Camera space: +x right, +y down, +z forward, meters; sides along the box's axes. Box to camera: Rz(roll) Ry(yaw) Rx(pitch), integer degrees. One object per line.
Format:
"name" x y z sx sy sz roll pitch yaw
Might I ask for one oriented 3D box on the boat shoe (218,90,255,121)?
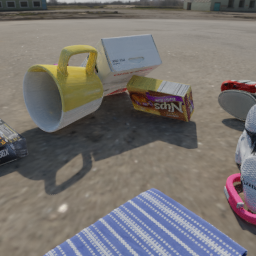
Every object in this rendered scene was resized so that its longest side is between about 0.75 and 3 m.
"boat shoe" 4.328 -0.597 9.082 2.761 0.923 0.787 21 20 28

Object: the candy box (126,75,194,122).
"candy box" 1.077 -0.992 9.294 2.094 1.222 0.591 17 60 30

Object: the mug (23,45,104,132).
"mug" -1.700 -1.139 8.674 2.484 1.989 2.039 -21 0 44

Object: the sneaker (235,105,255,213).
"sneaker" 2.894 0.789 6.137 0.925 1.415 2.463 7 61 16

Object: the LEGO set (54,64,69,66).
"LEGO set" -3.543 -2.121 12.263 0.886 0.824 2.159 10 34 26

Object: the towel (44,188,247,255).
"towel" -0.021 2.023 3.906 2.865 0.342 2.074 -25 33 -30

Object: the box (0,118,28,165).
"box" -3.879 0.384 7.329 1.673 0.528 2.121 -22 34 -38

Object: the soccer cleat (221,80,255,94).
"soccer cleat" 4.870 -1.457 10.838 2.476 0.850 1.055 14 26 31

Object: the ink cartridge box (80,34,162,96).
"ink cartridge box" -0.464 -2.176 10.276 2.103 1.187 2.865 -16 -5 -31

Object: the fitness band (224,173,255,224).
"fitness band" 2.530 1.367 5.570 1.035 0.270 1.442 0 23 0
